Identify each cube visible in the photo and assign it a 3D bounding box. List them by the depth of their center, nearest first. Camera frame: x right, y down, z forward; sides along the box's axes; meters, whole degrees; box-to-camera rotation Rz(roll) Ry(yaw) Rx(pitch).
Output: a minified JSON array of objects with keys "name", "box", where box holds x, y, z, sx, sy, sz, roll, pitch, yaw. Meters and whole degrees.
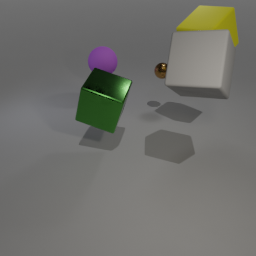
[{"name":"cube","box":[1.927,-1.609,7.345,1.400,1.400,1.400,8,-2,28]},{"name":"cube","box":[-0.812,-0.935,9.468,1.400,1.400,1.400,20,41,-1]},{"name":"cube","box":[2.770,-3.195,9.698,1.400,1.400,1.400,-46,45,-17]}]

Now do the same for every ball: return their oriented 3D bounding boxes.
[{"name":"ball","box":[1.496,-2.492,12.199,0.700,0.700,0.700,0,29,0]},{"name":"ball","box":[-1.200,-3.163,13.341,1.400,1.400,1.400,0,29,0]}]
